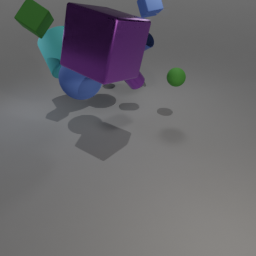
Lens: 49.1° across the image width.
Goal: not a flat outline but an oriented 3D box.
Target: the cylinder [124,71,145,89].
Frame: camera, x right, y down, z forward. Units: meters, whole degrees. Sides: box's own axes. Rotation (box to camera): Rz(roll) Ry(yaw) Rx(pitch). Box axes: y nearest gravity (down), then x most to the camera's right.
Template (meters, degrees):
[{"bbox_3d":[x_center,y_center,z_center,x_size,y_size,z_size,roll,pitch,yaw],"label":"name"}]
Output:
[{"bbox_3d":[0.204,-1.994,11.036,0.700,0.700,0.700,-16,55,24],"label":"cylinder"}]

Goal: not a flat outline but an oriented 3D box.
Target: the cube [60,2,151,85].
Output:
[{"bbox_3d":[-0.529,-1.976,6.517,1.400,1.400,1.400,27,29,25],"label":"cube"}]

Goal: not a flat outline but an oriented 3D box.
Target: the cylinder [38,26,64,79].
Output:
[{"bbox_3d":[-2.445,-2.800,10.475,1.400,1.400,1.400,-22,79,-32],"label":"cylinder"}]

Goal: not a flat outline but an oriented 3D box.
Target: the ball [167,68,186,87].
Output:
[{"bbox_3d":[1.784,-1.882,10.373,0.700,0.700,0.700,0,31,0],"label":"ball"}]

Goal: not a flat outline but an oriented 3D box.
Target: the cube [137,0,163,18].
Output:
[{"bbox_3d":[0.863,-4.846,11.029,0.700,0.700,0.700,-19,6,-19],"label":"cube"}]

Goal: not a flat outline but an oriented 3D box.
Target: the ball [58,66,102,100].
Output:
[{"bbox_3d":[-1.514,-1.610,9.001,1.400,1.400,1.400,0,31,0],"label":"ball"}]

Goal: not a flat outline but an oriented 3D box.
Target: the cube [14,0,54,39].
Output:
[{"bbox_3d":[-2.644,-3.106,7.960,0.700,0.700,0.700,33,0,-4],"label":"cube"}]

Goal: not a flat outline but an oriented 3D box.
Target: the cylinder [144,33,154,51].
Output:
[{"bbox_3d":[0.703,-3.865,12.679,0.700,0.700,0.700,-13,14,48],"label":"cylinder"}]
